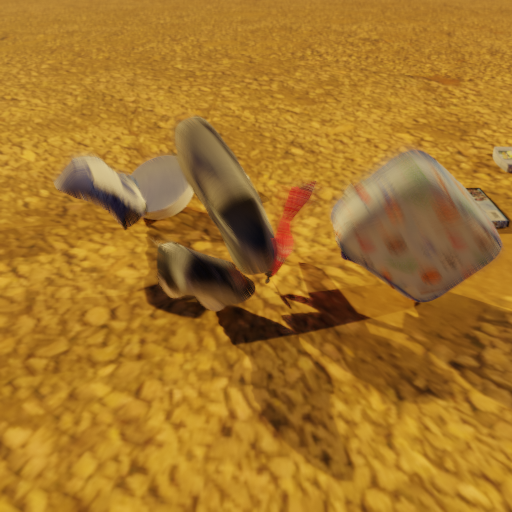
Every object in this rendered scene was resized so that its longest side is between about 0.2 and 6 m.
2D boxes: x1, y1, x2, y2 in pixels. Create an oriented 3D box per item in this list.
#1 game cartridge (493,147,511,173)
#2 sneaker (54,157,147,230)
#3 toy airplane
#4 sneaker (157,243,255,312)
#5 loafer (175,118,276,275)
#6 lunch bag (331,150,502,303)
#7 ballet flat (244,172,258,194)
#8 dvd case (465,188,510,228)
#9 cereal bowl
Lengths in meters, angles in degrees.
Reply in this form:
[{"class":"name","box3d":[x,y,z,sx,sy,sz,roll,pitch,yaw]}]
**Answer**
[{"class":"game cartridge","box3d":[6.654,-2.510,14.529,0.866,0.266,1.301,-1,32,6]},{"class":"sneaker","box3d":[-2.758,-1.154,10.829,1.140,0.797,1.974,50,18,26]},{"class":"toy airplane","box3d":[0.500,-0.425,9.666,0.366,1.992,1.992,23,37,7]},{"class":"sneaker","box3d":[-0.757,0.278,8.503,0.874,2.205,0.815,-11,71,24]},{"class":"loafer","box3d":[-0.450,-1.042,9.193,1.001,2.863,0.999,-29,-1,-16]},{"class":"lunch bag","box3d":[2.468,-0.393,8.959,2.531,2.028,0.956,34,33,-26]},{"class":"ballet flat","box3d":[-0.579,-1.890,13.256,0.606,0.556,1.766,-21,39,-30]},{"class":"dvd case","box3d":[4.107,-1.056,12.293,2.290,0.201,1.634,-2,32,-2]},{"class":"cereal bowl","box3d":[-2.024,-1.398,12.169,1.537,0.640,1.537,-7,58,11]}]
